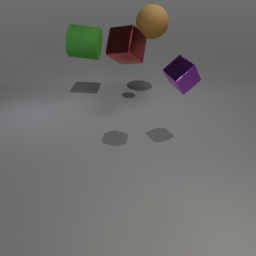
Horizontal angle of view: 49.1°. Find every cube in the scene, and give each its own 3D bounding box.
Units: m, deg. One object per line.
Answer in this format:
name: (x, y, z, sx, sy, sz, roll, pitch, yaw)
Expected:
cube: (1.561, -1.538, 8.106, 0.700, 0.700, 0.700, -41, 50, 4)
cube: (-0.038, -2.037, 6.934, 0.700, 0.700, 0.700, 6, -7, 33)

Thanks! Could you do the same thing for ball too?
ball: (1.040, -4.528, 11.974, 1.400, 1.400, 1.400, 0, 30, 0)

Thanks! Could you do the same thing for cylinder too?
cylinder: (-1.952, -3.852, 12.578, 1.400, 1.400, 1.400, 7, 30, 2)
